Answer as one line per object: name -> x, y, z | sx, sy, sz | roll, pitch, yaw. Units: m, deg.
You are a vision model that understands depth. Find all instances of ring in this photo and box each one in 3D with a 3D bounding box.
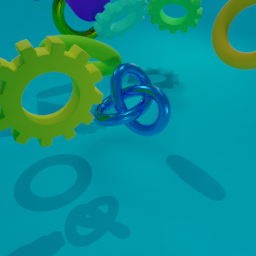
ring -> -1.063, -1.582, 6.354 | 1.876, 1.876, 0.375 | 6, 84, 7
ring -> 2.793, -2.238, 6.276 | 1.881, 1.881, 0.376 | 39, 18, 36
ring -> -1.629, -4.025, 9.817 | 2.059, 2.059, 0.412 | -16, 37, -18

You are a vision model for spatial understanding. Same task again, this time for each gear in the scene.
gear -> 1.730, -4.345, 10.440 | 1.983, 1.983, 0.367 | 9, 69, 11
gear -> -1.301, -0.539, 4.615 | 1.818, 1.818, 0.336 | -21, 42, -22
gear -> -0.200, -3.308, 8.421 | 1.727, 1.727, 0.319 | -26, 84, -27

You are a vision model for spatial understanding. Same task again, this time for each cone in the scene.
cone -> -1.653, -4.137, 8.440 | 1.642, 1.636, 1.636 | 23, 45, 37

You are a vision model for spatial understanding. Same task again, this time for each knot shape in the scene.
knot shape -> -0.032, -0.466, 5.554 | 1.452, 0.717, 1.551 | -25, 70, -6
